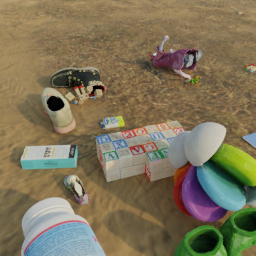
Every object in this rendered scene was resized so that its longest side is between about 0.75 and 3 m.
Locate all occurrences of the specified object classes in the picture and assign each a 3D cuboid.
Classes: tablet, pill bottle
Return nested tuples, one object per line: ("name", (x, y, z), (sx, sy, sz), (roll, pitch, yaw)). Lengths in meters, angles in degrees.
("tablet", (4.395, 0.503, 9.353), (0.641, 0.067, 0.985), (-14, 37, -19))
("pill bottle", (-1.139, 2.588, 5.244), (1.423, 1.423, 2.617), (-18, 39, -24))

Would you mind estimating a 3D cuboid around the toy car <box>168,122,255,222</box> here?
("toy car", (1.919, 1.222, 6.510), (2.239, 2.559, 1.919), (38, 74, -3))

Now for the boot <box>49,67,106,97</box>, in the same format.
("boot", (-2.170, -1.943, 12.161), (2.278, 0.822, 1.720), (-12, 39, -16))

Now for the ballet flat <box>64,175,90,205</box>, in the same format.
("ballet flat", (-1.400, 1.560, 7.543), (0.422, 0.434, 1.221), (-24, 41, -23))

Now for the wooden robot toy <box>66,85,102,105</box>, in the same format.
("wooden robot toy", (-1.863, -1.274, 11.311), (1.581, 0.717, 0.697), (-19, 80, -32))

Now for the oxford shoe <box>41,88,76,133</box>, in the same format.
("oxford shoe", (-2.652, -0.952, 10.311), (0.974, 1.016, 2.753), (-26, 43, -17))

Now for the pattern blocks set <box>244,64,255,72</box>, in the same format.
("pattern blocks set", (6.385, -3.059, 14.354), (0.905, 0.073, 0.795), (-19, 40, -25))

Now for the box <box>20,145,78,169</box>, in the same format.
("box", (-2.362, 0.881, 8.535), (1.593, 0.392, 0.656), (-2, 35, -2))

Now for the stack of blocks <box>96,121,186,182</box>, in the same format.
("stack of blocks", (0.565, 0.746, 8.364), (2.738, 0.802, 1.577), (-11, 37, -15))

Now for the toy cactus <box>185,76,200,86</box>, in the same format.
("toy cactus", (2.976, -2.159, 12.933), (0.642, 0.398, 0.778), (-1, 33, 33))

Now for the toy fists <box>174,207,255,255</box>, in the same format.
("toy fists", (1.929, 2.412, 5.842), (2.094, 1.067, 0.720), (-15, 52, -20))

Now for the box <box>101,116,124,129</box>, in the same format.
("box", (-0.576, -0.203, 10.245), (0.794, 0.189, 0.484), (-8, 35, -12))

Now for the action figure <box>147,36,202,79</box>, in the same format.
("action figure", (2.182, -3.334, 14.032), (2.786, 2.074, 1.866), (7, -5, 37))
